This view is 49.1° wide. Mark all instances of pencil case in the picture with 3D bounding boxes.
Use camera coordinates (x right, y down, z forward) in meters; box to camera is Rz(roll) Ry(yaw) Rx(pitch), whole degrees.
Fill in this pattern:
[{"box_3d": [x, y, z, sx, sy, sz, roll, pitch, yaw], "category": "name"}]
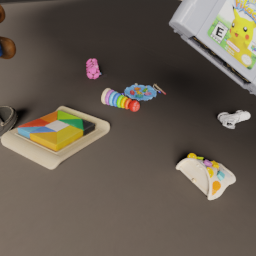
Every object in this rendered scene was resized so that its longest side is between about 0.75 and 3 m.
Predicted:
[{"box_3d": [-1.464, -2.531, 11.796, 0.571, 0.589, 1.257, 10, 29, -19], "category": "pencil case"}]

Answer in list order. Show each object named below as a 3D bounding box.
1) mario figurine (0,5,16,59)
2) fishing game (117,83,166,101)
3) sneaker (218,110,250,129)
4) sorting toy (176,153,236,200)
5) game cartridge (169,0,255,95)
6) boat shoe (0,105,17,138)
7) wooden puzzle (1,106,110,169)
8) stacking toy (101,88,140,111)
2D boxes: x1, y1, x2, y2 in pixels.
[{"box_3d": [-2.710, -1.237, 5.035, 1.589, 1.851, 2.998, -31, 32, 25], "category": "mario figurine"}, {"box_3d": [0.463, -1.365, 10.244, 1.695, 0.263, 1.214, -13, 37, -20], "category": "fishing game"}, {"box_3d": [3.202, -0.235, 8.321, 0.945, 0.355, 0.543, -4, 32, 3], "category": "sneaker"}, {"box_3d": [1.869, 0.982, 6.293, 1.025, 0.608, 1.138, 3, 26, -33], "category": "sorting toy"}, {"box_3d": [2.010, -1.798, 5.124, 2.282, 1.522, 0.462, 33, -13, -14], "category": "game cartridge"}, {"box_3d": [-4.025, 0.025, 7.252, 0.908, 0.774, 2.715, 39, 47, 12], "category": "boat shoe"}, {"box_3d": [-1.953, 0.077, 7.732, 2.100, 0.423, 2.270, 20, 37, 28], "category": "wooden puzzle"}, {"box_3d": [-0.206, -0.893, 9.251, 1.305, 0.557, 0.557, 20, 37, 22], "category": "stacking toy"}]
